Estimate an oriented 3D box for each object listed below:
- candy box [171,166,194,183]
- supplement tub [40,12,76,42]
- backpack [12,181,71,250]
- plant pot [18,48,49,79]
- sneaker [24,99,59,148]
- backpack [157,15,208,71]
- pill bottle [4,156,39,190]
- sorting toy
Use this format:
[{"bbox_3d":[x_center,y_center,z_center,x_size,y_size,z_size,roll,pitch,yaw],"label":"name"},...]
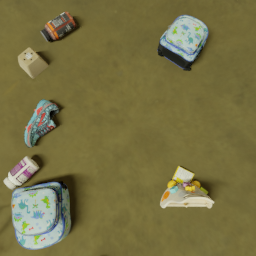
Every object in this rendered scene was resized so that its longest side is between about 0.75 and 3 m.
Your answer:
[{"bbox_3d":[1.968,2.222,10.807,0.687,0.177,1.344,28,78,4],"label":"candy box"},{"bbox_3d":[-3.042,-4.355,12.150,1.453,0.777,0.777,-36,79,-9],"label":"supplement tub"},{"bbox_3d":[-3.087,3.085,9.880,1.964,1.577,2.146,-10,80,1],"label":"backpack"},{"bbox_3d":[-4.056,-2.801,11.743,0.915,0.810,0.914,-44,80,-9],"label":"plant pot"},{"bbox_3d":[-3.382,-0.128,11.079,0.980,0.813,2.051,19,77,3],"label":"sneaker"},{"bbox_3d":[2.386,-3.732,11.674,1.749,1.405,1.912,32,74,4],"label":"backpack"},{"bbox_3d":[-4.077,1.729,10.671,1.234,0.693,0.693,-44,80,-9],"label":"pill bottle"},{"bbox_3d":[2.204,2.442,9.871,1.847,1.662,0.987,2,86,-5],"label":"sorting toy"}]
